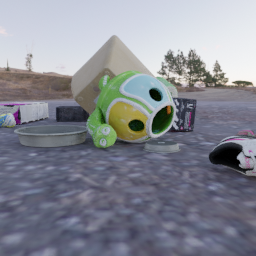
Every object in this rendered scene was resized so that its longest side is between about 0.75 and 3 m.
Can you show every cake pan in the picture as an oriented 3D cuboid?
[{"bbox_3d":[-2.109,0.203,7.913,2.051,0.376,2.051,0,7,0],"label":"cake pan"},{"bbox_3d":[0.823,0.442,6.864,0.906,0.166,0.906,0,7,0],"label":"cake pan"}]

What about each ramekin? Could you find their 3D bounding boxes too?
[{"bbox_3d":[1.833,-1.756,16.323,2.238,2.238,1.093,-6,32,-40],"label":"ramekin"}]

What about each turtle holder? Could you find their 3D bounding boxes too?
[{"bbox_3d":[0.108,-0.526,7.640,1.829,1.957,2.575,29,19,37],"label":"turtle holder"}]

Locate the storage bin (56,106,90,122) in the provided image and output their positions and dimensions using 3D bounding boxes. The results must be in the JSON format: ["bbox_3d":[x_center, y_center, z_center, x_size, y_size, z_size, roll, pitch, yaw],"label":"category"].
[{"bbox_3d":[-2.729,-0.710,13.945,1.562,0.732,1.056,1,7,-2],"label":"storage bin"}]

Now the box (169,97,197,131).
[{"bbox_3d":[1.776,-0.556,10.670,1.051,1.210,1.831,3,6,-8],"label":"box"}]

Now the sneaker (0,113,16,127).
[{"bbox_3d":[-5.084,-0.231,11.282,0.783,0.564,1.490,-22,13,-35],"label":"sneaker"}]

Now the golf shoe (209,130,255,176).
[{"bbox_3d":[2.243,0.515,4.346,0.973,0.767,2.113,-19,8,-27],"label":"golf shoe"}]

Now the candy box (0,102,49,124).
[{"bbox_3d":[-5.429,-0.776,13.656,2.034,0.910,2.983,0,7,7],"label":"candy box"}]

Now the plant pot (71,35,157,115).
[{"bbox_3d":[-0.636,-1.548,10.949,2.670,2.667,2.364,-39,20,22],"label":"plant pot"}]
